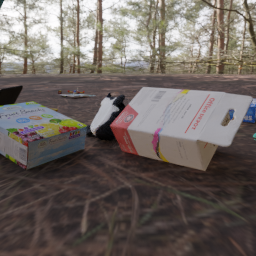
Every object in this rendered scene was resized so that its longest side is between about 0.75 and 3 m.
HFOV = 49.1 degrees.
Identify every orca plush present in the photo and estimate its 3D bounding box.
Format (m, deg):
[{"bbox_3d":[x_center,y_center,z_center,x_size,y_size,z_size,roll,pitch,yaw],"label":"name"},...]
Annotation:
[{"bbox_3d":[-0.385,-0.137,7.102,1.307,0.883,2.483,-47,16,-2],"label":"orca plush"}]

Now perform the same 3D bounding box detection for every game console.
[{"bbox_3d":[-4.587,-0.977,9.710,1.379,0.913,1.568,2,13,6],"label":"game console"}]

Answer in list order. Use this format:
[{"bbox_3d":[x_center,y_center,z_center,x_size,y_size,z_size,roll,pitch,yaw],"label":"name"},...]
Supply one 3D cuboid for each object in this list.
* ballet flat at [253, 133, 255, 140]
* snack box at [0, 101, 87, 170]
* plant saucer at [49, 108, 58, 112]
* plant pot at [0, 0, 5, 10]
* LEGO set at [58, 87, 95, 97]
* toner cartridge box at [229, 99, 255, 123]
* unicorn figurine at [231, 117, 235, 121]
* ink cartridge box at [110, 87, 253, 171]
[{"bbox_3d":[3.581,0.043,6.149,1.542,0.543,0.519,3,15,14],"label":"ballet flat"},{"bbox_3d":[-1.902,0.040,5.433,1.694,0.573,1.429,21,22,28],"label":"snack box"},{"bbox_3d":[-2.904,-0.440,8.882,1.018,0.247,1.018,4,14,19],"label":"plant saucer"},{"bbox_3d":[-3.692,-2.944,6.301,1.697,1.595,1.697,22,9,-4],"label":"plant pot"},{"bbox_3d":[-2.807,-1.882,14.662,1.923,0.472,1.437,12,14,42],"label":"LEGO set"},{"bbox_3d":[3.758,-0.646,9.233,1.047,0.476,2.203,7,15,27],"label":"toner cartridge box"},{"bbox_3d":[1.418,0.167,5.675,1.546,0.571,1.062,-32,23,-23],"label":"unicorn figurine"},{"bbox_3d":[0.954,-0.039,5.014,2.197,0.741,1.279,10,48,38],"label":"ink cartridge box"}]
